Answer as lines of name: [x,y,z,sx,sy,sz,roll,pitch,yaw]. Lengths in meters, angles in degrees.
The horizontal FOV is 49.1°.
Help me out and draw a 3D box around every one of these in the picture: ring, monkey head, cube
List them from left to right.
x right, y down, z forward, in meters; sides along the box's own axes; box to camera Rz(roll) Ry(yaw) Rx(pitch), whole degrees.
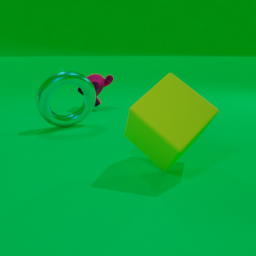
ring: [-1.571,-0.716,7.225,1.559,1.559,0.312,-8,35,-26]
monkey head: [-1.151,-1.302,9.610,1.444,1.039,0.870,-18,13,29]
cube: [0.659,-0.066,4.619,0.996,0.996,0.996,42,67,14]
